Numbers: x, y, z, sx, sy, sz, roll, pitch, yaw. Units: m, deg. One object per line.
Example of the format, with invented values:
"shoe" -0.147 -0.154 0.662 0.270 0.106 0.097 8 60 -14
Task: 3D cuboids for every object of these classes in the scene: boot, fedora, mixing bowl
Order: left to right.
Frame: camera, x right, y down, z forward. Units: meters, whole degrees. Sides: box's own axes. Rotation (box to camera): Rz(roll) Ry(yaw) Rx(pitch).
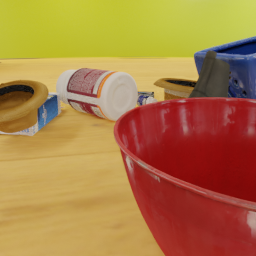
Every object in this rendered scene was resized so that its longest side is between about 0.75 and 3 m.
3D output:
"fedora" -2.531 -0.404 6.129 1.810 0.738 1.810 -7 37 5
"fedora" 2.146 -1.079 9.930 2.618 1.068 2.618 7 18 -2
"boot" 2.214 -0.657 6.606 0.879 1.570 2.270 20 2 37
"mixing bowl" 1.323 0.737 3.105 2.959 1.603 2.959 0 18 0

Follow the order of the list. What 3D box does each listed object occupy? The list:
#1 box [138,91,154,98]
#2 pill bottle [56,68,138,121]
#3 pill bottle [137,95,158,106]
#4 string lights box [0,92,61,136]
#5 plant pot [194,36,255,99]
"box" 0.781 -1.533 12.852 0.837 0.193 0.665 2 17 5
"pill bottle" -1.146 -1.232 9.578 2.738 1.563 1.563 16 24 41
"pill bottle" 0.728 -0.988 10.664 0.456 0.456 0.788 -15 23 -40
"string lights box" -3.080 -0.519 8.610 1.311 0.752 2.551 3 18 3
"plant pot" 3.596 -1.182 7.625 2.590 2.329 2.590 -18 21 -10
